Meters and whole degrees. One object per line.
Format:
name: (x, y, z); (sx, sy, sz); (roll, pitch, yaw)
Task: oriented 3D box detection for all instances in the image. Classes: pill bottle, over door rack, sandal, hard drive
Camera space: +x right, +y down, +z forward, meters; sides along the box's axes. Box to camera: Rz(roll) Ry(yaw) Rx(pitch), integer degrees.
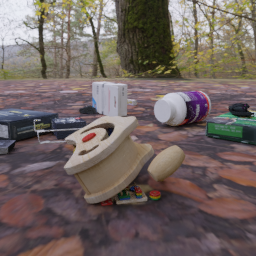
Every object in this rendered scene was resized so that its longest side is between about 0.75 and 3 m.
pill bottle: (2.047, -0.741, 10.548); (2.160, 1.215, 1.215); (-10, 16, -37)
over door rack: (-1.486, 0.295, 7.086); (1.750, 0.583, 1.293); (9, 9, -25)
sandal: (3.733, -0.675, 9.394); (0.613, 0.390, 1.631); (-1, 12, 3)
hard drive: (-3.543, 0.499, 7.259); (1.066, 0.226, 0.719); (-1, 13, -4)

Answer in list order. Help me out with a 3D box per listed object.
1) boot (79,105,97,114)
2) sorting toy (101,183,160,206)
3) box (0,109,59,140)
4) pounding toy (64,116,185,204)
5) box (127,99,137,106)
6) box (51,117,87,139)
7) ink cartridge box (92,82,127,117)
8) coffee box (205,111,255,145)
boot: (-1.805, -0.892, 13.355); (0.839, 0.334, 1.018); (3, 9, 6)
sorting toy: (-0.017, 1.078, 4.760); (1.065, 0.180, 0.514); (-4, 13, -11)
box: (-3.877, -0.170, 9.281); (2.502, 0.638, 1.973); (7, 14, 31)
pounding toy: (-0.253, 0.767, 5.088); (1.497, 1.502, 2.619); (-37, 19, -22)
box: (-0.099, -1.513, 16.090); (0.289, 0.309, 1.493); (-11, 17, -41)
box: (-1.885, -0.021, 8.963); (0.948, 0.494, 0.863); (-6, 15, -24)
ink cartridge box: (-0.725, -1.287, 12.534); (0.823, 1.407, 2.426); (-7, 16, -31)
coffee box: (3.834, -0.117, 9.163); (1.636, 0.585, 2.660); (11, 17, 40)
